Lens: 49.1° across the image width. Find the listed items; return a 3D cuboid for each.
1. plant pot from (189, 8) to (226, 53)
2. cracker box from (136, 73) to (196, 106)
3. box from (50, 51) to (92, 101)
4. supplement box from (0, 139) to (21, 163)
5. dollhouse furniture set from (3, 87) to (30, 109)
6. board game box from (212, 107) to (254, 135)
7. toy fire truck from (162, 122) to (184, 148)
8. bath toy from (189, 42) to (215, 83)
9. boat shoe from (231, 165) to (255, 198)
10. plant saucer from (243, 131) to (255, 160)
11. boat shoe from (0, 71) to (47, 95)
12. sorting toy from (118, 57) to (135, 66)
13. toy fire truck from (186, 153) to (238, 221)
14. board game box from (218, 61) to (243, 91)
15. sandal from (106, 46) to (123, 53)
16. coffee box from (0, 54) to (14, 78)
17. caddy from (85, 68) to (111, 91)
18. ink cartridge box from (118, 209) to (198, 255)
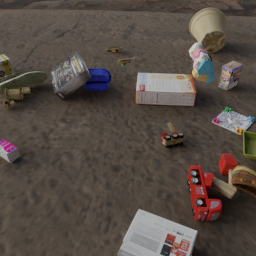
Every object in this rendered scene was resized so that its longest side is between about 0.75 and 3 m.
[{"bbox_3d":[5.219,-5.993,17.735,2.320,2.320,2.124,0,49,0],"label":"plant pot"},{"bbox_3d":[1.753,-1.863,13.332,2.693,0.777,1.804,4,38,3],"label":"cracker box"},{"bbox_3d":[-2.870,-2.608,13.757,1.817,0.555,2.295,-37,41,7],"label":"box"},{"bbox_3d":[-4.389,0.827,10.159,0.869,0.449,0.440,23,44,29],"label":"supplement box"},{"bbox_3d":[-5.073,-1.294,12.967,1.099,0.611,0.972,-4,63,-6],"label":"dollhouse furniture set"},{"bbox_3d":[4.476,-0.344,11.882,1.327,0.172,1.327,29,47,32],"label":"board game box"},{"bbox_3d":[1.646,0.254,10.860,0.817,0.597,0.928,-11,28,-12],"label":"toy fire truck"},{"bbox_3d":[3.095,-2.762,11.778,0.887,1.043,2.399,29,33,-16],"label":"bath toy"},{"bbox_3d":[4.127,1.930,8.453,2.103,0.757,0.710,27,53,16],"label":"boat shoe"},{"bbox_3d":[4.946,0.766,10.321,1.402,0.336,1.404,11,40,14],"label":"plant saucer"},{"bbox_3d":[-5.316,-2.409,13.951,2.458,0.876,0.740,-23,47,-23],"label":"boat shoe"},{"bbox_3d":[-0.065,-2.640,11.193,0.683,0.136,0.924,-12,3,0],"label":"sorting toy"},{"bbox_3d":[2.743,1.801,8.786,1.674,0.579,2.374,4,41,-2],"label":"toy fire truck"},{"bbox_3d":[5.097,-2.605,13.969,0.932,1.169,0.566,-28,46,-32],"label":"board game box"},{"bbox_3d":[-0.839,-4.940,17.696,1.252,0.338,0.503,4,31,29],"label":"sandal"},{"bbox_3d":[-6.848,-3.321,15.099,0.894,0.902,0.904,-28,46,-31],"label":"coffee box"},{"bbox_3d":[-1.539,-2.439,13.904,1.427,1.009,0.749,-2,42,-3],"label":"caddy"},{"bbox_3d":[0.740,3.060,7.082,1.643,0.689,1.443,16,41,20],"label":"ink cartridge box"}]
